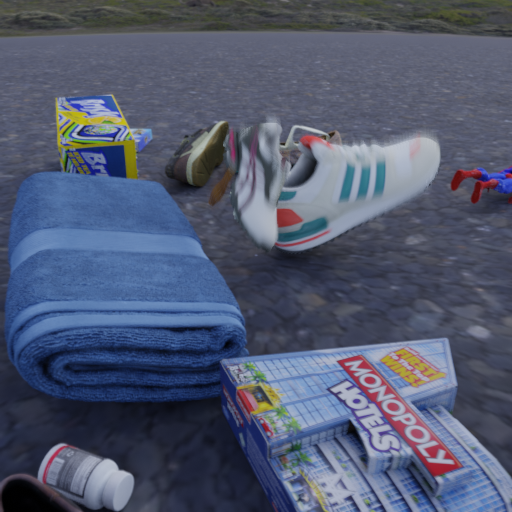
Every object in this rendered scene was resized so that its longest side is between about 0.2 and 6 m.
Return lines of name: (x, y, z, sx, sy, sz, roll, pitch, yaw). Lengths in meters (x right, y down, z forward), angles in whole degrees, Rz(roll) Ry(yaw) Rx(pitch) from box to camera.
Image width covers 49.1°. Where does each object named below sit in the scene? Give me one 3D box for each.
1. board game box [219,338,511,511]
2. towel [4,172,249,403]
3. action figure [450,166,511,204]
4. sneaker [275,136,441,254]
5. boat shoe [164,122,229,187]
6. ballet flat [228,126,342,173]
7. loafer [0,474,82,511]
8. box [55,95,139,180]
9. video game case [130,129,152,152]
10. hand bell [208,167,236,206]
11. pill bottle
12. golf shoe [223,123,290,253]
board game box: (1.214, 1.683, 5.361, 2.468, 0.762, 2.470, -11, 29, -20)
towel: (-1.926, 0.192, 7.517, 2.601, 1.131, 4.659, 4, 26, -24)
action figure: (5.258, -1.526, 11.823, 2.688, 0.695, 0.880, -11, 34, -30)
sneaker: (1.561, -1.442, 9.383, 3.392, 1.586, 1.194, -29, 23, -8)
boat shoe: (-1.361, -2.554, 13.381, 0.976, 1.061, 2.969, 9, 32, 7)
ballet flat: (0.705, -2.666, 13.670, 2.937, 0.988, 1.000, -7, 28, -12)
loafer: (-1.010, 2.456, 3.724, 2.743, 0.864, 0.986, 21, 33, 35)
box: (-3.599, -2.381, 12.441, 1.441, 1.570, 4.482, -8, 28, -17)
video game case: (-3.663, -3.222, 15.518, 1.237, 0.310, 1.365, 3, 27, 4)
hand bell: (-0.478, -1.448, 9.987, 0.661, 1.270, 0.661, 31, 3, -2)
pill bottle: (-1.527, 2.022, 5.066, 0.780, 0.432, 0.432, 11, 29, 20)
golf shoe: (0.080, -1.062, 8.255, 0.872, 1.980, 0.764, -19, -18, 26)
